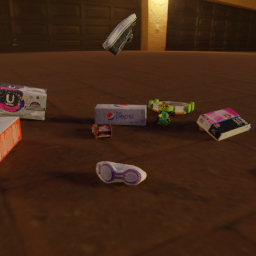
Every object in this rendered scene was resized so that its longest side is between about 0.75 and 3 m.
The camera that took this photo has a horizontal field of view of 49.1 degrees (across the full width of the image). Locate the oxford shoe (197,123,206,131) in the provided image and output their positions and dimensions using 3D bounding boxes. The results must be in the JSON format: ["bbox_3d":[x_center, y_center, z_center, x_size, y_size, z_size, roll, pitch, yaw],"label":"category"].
[{"bbox_3d":[2.998,-0.226,11.145,0.392,0.416,1.111,2,20,6],"label":"oxford shoe"}]

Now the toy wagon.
[{"bbox_3d":[1.888,-0.947,12.603,1.863,0.475,2.402,7,13,22],"label":"toy wagon"}]

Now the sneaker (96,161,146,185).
[{"bbox_3d":[-0.184,1.190,7.307,1.400,0.524,0.697,9,2,27],"label":"sneaker"}]

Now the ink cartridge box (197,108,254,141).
[{"bbox_3d":[3.805,-0.221,10.676,2.330,0.432,1.103,-12,46,-36],"label":"ink cartridge box"}]

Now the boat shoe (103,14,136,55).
[{"bbox_3d":[-0.220,-3.892,11.785,0.811,0.798,2.250,-9,42,57],"label":"boat shoe"}]

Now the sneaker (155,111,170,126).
[{"bbox_3d":[1.492,-0.333,11.556,0.531,0.487,1.248,29,24,10],"label":"sneaker"}]

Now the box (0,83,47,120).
[{"bbox_3d":[-4.616,-1.163,12.102,2.062,1.183,1.362,5,18,-17],"label":"box"}]

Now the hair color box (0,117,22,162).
[{"bbox_3d":[-4.508,0.449,8.585,1.548,0.892,2.791,0,18,-1],"label":"hair color box"}]

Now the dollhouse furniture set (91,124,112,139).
[{"bbox_3d":[-0.998,0.007,10.434,0.605,0.457,1.123,-6,20,-15],"label":"dollhouse furniture set"}]

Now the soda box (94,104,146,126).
[{"bbox_3d":[-0.297,-0.561,11.636,2.116,0.722,0.671,1,20,5],"label":"soda box"}]
